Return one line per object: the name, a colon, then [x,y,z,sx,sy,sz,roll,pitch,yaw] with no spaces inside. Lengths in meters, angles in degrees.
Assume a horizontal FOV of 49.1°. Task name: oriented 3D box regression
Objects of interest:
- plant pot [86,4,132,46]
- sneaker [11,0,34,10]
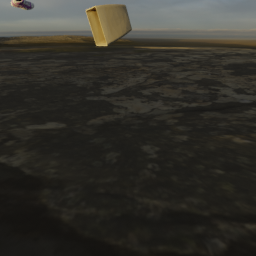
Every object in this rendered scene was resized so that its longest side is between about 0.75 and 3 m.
plant pot: [-0.497,-2.989,7.948,0.918,1.037,1.036,-24,23,-15]
sneaker: [-3.598,-4.347,9.753,0.808,0.293,0.461,-15,4,-40]
